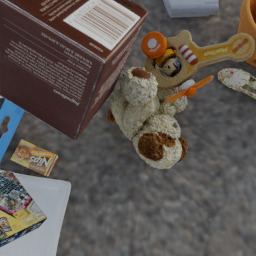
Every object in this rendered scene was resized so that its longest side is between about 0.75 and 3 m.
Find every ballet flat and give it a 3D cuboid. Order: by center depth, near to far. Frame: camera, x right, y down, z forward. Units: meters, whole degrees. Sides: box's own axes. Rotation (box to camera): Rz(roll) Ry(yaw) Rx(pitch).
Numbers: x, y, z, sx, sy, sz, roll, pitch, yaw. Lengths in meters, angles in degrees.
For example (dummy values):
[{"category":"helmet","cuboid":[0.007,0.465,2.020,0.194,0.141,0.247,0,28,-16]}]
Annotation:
[{"category":"ballet flat","cuboid":[3.655,-1.334,8.348,1.922,0.614,0.727,26,82,6]}]

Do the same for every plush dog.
[{"category":"plush dog","cuboid":[0.559,0.008,7.402,2.169,2.704,2.322,-37,66,26]}]

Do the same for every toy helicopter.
[{"category":"toy helicopter","cuboid":[1.732,-1.640,7.119,2.779,1.096,1.838,-9,80,25]}]

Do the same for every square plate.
[{"category":"square plate","cuboid":[-3.023,2.547,7.574,2.571,0.369,2.596,10,77,3]}]

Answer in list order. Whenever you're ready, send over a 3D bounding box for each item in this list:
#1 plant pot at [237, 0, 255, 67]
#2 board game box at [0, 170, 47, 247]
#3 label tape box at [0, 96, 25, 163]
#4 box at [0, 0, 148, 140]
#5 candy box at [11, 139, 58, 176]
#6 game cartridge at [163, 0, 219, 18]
[{"category":"plant pot","cuboid":[4.366,-2.908,8.079,2.647,1.853,2.647,0,78,0]},{"category":"board game box","cuboid":[-3.125,1.836,6.144,1.661,2.452,0.424,46,105,15]},{"category":"label tape box","cuboid":[-4.467,-0.319,7.888,2.999,0.949,2.163,22,78,-2]},{"category":"box","cuboid":[-1.203,-1.511,5.830,2.017,2.457,2.038,31,49,-1]},{"category":"candy box","cuboid":[-2.660,0.855,7.993,1.126,0.311,0.650,23,77,5]},{"category":"game cartridge","cuboid":[1.951,-4.950,9.270,1.780,0.555,2.673,-2,77,-5]}]
